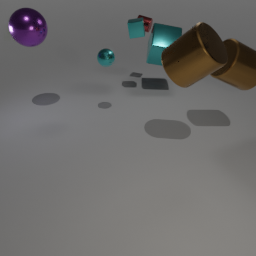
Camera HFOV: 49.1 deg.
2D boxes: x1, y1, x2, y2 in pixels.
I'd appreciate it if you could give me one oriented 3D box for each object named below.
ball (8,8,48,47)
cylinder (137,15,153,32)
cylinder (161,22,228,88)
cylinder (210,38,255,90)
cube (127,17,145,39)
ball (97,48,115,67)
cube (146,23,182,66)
[{"bbox_3d":[-3.760,-3.789,10.582,1.400,1.400,1.400,0,30,0],"label":"ball"},{"bbox_3d":[0.812,-5.289,14.196,0.700,0.700,0.700,21,34,10],"label":"cylinder"},{"bbox_3d":[1.943,-2.112,8.264,1.400,1.400,1.400,-30,5,43],"label":"cylinder"},{"bbox_3d":[3.788,-2.183,9.750,1.400,1.400,1.400,17,23,-23],"label":"cylinder"},{"bbox_3d":[0.387,-4.548,12.739,0.700,0.700,0.700,-6,33,8],"label":"cube"},{"bbox_3d":[-0.861,-2.747,10.954,0.700,0.700,0.700,0,30,0],"label":"ball"},{"bbox_3d":[1.752,-4.018,13.697,1.400,1.400,1.400,9,67,-5],"label":"cube"}]
